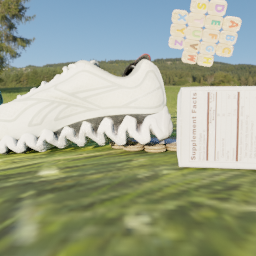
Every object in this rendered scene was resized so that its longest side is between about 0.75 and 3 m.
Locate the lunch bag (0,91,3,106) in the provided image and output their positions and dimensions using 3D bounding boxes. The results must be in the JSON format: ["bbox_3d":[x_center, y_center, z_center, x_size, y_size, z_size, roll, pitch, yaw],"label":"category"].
[{"bbox_3d":[-3.657,-0.445,5.255,1.870,1.339,2.195,-1,9,0],"label":"lunch bag"}]

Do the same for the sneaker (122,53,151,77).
[{"bbox_3d":[0.373,-2.458,11.649,0.673,1.904,0.930,38,-15,4],"label":"sneaker"}]

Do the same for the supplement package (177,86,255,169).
[{"bbox_3d":[1.154,-0.019,2.819,1.299,0.762,0.759,1,4,9],"label":"supplement package"}]

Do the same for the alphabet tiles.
[{"bbox_3d":[2.765,-3.479,10.403,2.452,2.507,0.183,14,44,13],"label":"alphabet tiles"}]

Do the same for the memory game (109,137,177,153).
[{"bbox_3d":[0.409,0.233,4.221,1.417,0.090,1.417,-1,4,0],"label":"memory game"}]

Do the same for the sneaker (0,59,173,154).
[{"bbox_3d":[-0.848,-0.283,3.781,2.827,1.146,1.062,-5,6,-3],"label":"sneaker"}]
